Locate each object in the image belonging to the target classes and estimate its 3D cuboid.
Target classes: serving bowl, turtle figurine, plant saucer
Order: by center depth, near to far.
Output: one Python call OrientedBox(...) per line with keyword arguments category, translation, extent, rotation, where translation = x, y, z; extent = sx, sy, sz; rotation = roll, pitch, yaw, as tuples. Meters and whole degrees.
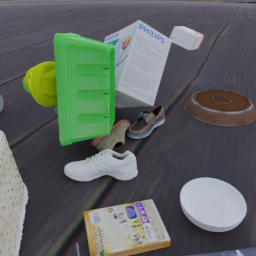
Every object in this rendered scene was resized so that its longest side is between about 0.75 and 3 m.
OrientedBox(category="turtle figurine", translation=(-0.540, 2.278, 4.586), extent=(0.885, 0.657, 0.913), rotation=(34, 84, 18))
OrientedBox(category="serving bowl", translation=(1.764, 1.669, 5.936), extent=(1.336, 0.439, 1.336), rotation=(-1, 33, 1))
OrientedBox(category="plant saucer", translation=(3.428, -0.881, 10.373), extent=(2.614, 0.450, 2.614), rotation=(-1, 30, 0))

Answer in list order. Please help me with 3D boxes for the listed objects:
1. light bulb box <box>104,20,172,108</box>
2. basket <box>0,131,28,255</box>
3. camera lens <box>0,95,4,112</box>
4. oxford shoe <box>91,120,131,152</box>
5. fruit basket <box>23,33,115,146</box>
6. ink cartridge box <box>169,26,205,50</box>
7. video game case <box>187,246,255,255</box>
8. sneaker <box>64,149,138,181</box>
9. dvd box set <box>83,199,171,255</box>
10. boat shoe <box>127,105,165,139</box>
OrientedBox(category="light bulb box", translation=(-0.011, -1.993, 9.432), extent=(1.436, 2.301, 2.281), rotation=(21, -9, -31))
OrientedBox(category="basket", translation=(-3.230, 1.389, 5.086), extent=(2.272, 1.844, 2.293), rotation=(-7, 29, -10))
OrientedBox(category="camera lens", translation=(-5.140, -0.917, 10.025), extent=(1.031, 0.825, 0.825), rotation=(8, 31, 13))
OrientedBox(category="oxford shoe", translation=(-0.356, 0.295, 8.366), extent=(0.690, 0.650, 1.845), rotation=(45, 36, 7))
OrientedBox(category="fruit basket", translation=(-1.754, -1.128, 7.603), extent=(2.974, 2.974, 2.145), rotation=(2, 19, 3))
OrientedBox(category="ink cartridge box", translation=(2.280, -3.472, 10.779), extent=(0.983, 0.565, 1.355), rotation=(29, 29, 14))
OrientedBox(category="video game case", translation=(1.768, 2.677, 4.483), extent=(2.139, 0.203, 1.528), rotation=(-3, 30, -8))
OrientedBox(category="sneaker", translation=(-0.687, 0.878, 7.049), extent=(1.851, 0.742, 0.651), rotation=(-3, 32, -2))
OrientedBox(category="dvd box set", translation=(-0.064, 2.008, 5.594), extent=(1.532, 0.225, 1.121), rotation=(-8, 31, -13))
OrientedBox(category="boat shoe", translation=(0.576, -0.257, 9.063), extent=(0.644, 0.645, 1.784), rotation=(18, 34, 30))
